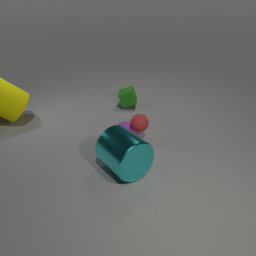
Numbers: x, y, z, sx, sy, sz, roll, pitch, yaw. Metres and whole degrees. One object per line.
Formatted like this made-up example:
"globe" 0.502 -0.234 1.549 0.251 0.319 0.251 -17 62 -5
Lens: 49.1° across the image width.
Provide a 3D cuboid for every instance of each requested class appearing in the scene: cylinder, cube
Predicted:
"cylinder" -5.099 -1.168 11.677 1.400 1.400 1.400 32 14 -32
"cylinder" -0.117 0.794 9.020 1.400 1.400 1.400 -20 35 -31
"cube" -0.008 -1.482 13.285 0.700 0.700 0.700 -14 30 14

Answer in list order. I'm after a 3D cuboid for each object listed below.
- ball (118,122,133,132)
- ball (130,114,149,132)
"ball" -0.150 0.097 10.972 0.700 0.700 0.700 0 30 0
"ball" 0.445 -0.191 10.741 0.700 0.700 0.700 0 30 0
